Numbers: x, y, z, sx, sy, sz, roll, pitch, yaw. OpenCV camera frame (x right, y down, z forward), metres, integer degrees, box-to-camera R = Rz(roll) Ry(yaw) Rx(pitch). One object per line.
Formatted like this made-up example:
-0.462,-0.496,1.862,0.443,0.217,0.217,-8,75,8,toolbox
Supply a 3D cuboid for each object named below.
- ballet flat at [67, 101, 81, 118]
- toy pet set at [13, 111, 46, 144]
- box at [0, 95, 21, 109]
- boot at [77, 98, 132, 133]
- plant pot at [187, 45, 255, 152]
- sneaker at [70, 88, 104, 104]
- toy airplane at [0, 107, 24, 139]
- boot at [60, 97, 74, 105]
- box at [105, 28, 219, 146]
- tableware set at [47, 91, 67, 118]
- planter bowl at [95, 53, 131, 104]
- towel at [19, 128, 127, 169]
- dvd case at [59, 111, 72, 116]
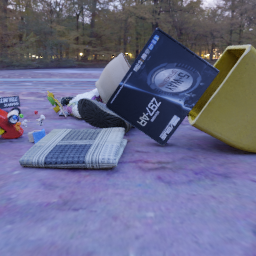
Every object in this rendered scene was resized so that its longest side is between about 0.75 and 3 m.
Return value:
-1.721,-0.723,12.592,2.501,0.864,0.890,6,27,12,ballet flat
-3.140,-0.017,9.460,0.602,1.058,1.133,-3,13,25,toy pet set
-7.031,-1.082,13.419,2.594,0.649,2.614,1,12,36,box
-0.266,-0.761,11.765,2.697,1.077,2.967,29,33,19,boot
3.745,-0.743,8.888,2.711,2.651,2.633,32,17,-3,plant pot
-2.121,-1.593,15.016,1.486,1.117,2.984,3,16,12,sneaker
-5.034,-0.333,9.532,2.304,1.633,2.314,40,14,18,toy airplane
-3.288,-1.547,16.098,0.968,0.463,1.282,5,16,9,boot
1.028,-1.256,8.963,2.345,2.927,0.637,35,13,-3,box
-3.516,-1.196,13.286,0.315,1.384,2.054,-35,29,-3,tableware set
-0.410,-2.017,14.180,1.939,2.881,2.881,-29,12,10,planter bowl
-1.475,0.597,8.610,2.727,0.489,2.833,-1,17,6,towel
-2.825,-0.699,13.659,0.960,0.119,0.722,0,15,-2,dvd case
